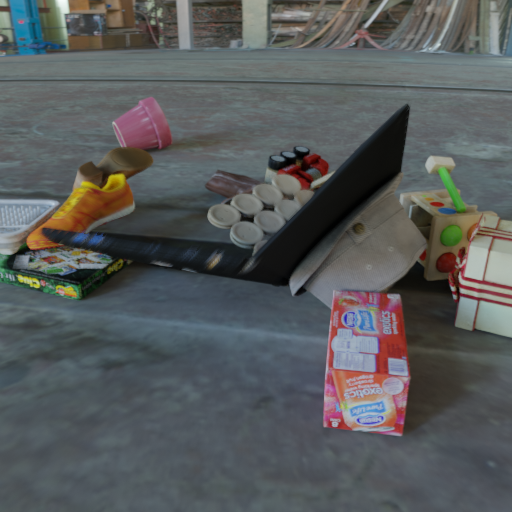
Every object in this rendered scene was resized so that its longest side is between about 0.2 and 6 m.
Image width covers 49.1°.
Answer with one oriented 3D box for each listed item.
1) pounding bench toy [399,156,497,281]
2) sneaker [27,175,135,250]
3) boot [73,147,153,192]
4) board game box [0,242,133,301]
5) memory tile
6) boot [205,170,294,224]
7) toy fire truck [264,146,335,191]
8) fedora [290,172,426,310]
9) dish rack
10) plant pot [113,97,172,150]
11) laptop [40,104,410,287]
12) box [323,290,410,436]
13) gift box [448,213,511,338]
[{"bbox_3d":[3.607,-0.740,10.548,1.243,2.001,1.561,-6,26,-12],"label":"pounding bench toy"},{"bbox_3d":[-3.516,-0.884,11.049,0.930,0.983,2.549,2,29,34],"label":"sneaker"},{"bbox_3d":[-3.333,-1.645,12.958,0.741,1.500,1.932,45,51,14],"label":"boot"},{"bbox_3d":[-4.267,0.019,10.875,3.371,0.396,1.766,10,30,20],"label":"board game box"},{"bbox_3d":[0.445,-0.714,10.747,1.873,0.205,2.444,38,46,24],"label":"memory tile"},{"bbox_3d":[-0.601,-1.461,13.329,2.420,0.834,2.597,-6,27,-42],"label":"boot"},{"bbox_3d":[1.439,-2.088,14.412,1.980,1.274,1.743,29,36,26],"label":"toy fire truck"},{"bbox_3d":[1.814,0.016,9.016,2.649,2.343,1.196,-38,77,-21],"label":"fedora"},{"bbox_3d":[-5.232,-0.587,11.242,2.049,0.520,2.387,0,22,2],"label":"dish rack"},{"bbox_3d":[-3.720,-4.075,18.037,1.479,1.653,1.653,-26,33,-15],"label":"plant pot"},{"bbox_3d":[-0.125,-0.768,8.551,4.360,2.252,3.864,8,-5,13],"label":"laptop"},{"bbox_3d":[1.452,1.339,7.492,0.987,0.945,1.980,4,26,8],"label":"box"},{"bbox_3d":[4.053,0.194,8.972,1.676,1.794,1.656,11,23,24],"label":"gift box"}]
